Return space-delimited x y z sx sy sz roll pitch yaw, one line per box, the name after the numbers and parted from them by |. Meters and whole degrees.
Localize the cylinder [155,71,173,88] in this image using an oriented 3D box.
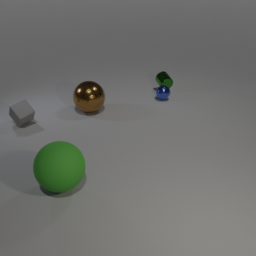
1.859 -2.427 14.370 0.700 0.700 0.700 -11 48 -19 | cylinder

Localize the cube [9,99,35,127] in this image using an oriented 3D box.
-4.251 -0.600 11.227 0.700 0.700 0.700 -37 83 -35 | cube

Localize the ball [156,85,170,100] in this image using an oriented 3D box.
1.707 -1.725 13.597 0.700 0.700 0.700 0 29 0 | ball

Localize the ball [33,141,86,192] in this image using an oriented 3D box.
-1.877 1.058 7.712 1.400 1.400 1.400 0 29 0 | ball

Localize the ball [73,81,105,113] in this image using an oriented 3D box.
-1.698 -1.361 12.262 1.400 1.400 1.400 0 29 0 | ball
